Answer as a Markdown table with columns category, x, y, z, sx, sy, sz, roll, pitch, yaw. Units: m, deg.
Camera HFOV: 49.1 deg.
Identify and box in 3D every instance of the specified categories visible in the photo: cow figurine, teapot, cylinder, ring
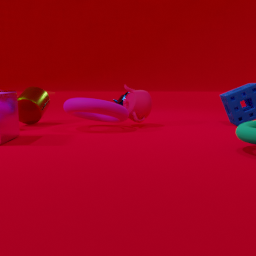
| category | x | y | z | sx | sy | sz | roll | pitch | yaw |
| --- | --- | --- | --- | --- | --- | --- | --- | --- | --- |
| cow figurine | -0.224 | -1.053 | 12.526 | 1.408 | 0.785 | 1.431 | -32 | 17 | 41 |
| teapot | 0.207 | -0.719 | 8.262 | 0.760 | 0.965 | 1.552 | 16 | 41 | -29 |
| cylinder | -2.919 | -0.691 | 8.485 | 0.879 | 0.879 | 0.879 | 1 | 32 | 4 |
| ring | -0.853 | -0.457 | 7.607 | 1.772 | 0.354 | 1.772 | 7 | -7 | 1 |
| ring | 2.563 | 0.058 | 4.806 | 1.334 | 0.267 | 1.334 | -5 | 9 | 1 |

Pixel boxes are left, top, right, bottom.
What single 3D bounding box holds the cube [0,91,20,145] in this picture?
| category | x | y | z | sx | sy | sz | roll | pitch | yaw |
| --- | --- | --- | --- | --- | --- | --- | --- | --- | --- |
| cube | -2.985 | -0.244 | 5.840 | 1.036 | 1.036 | 1.036 | -1 | 9 | -1 |

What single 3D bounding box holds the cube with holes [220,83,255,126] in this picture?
| category | x | y | z | sx | sy | sz | roll | pitch | yaw |
| --- | --- | --- | --- | --- | --- | --- | --- | --- | --- |
| cube with holes | 3.467 | -0.722 | 8.427 | 0.949 | 0.949 | 0.949 | -22 | 5 | 10 |
